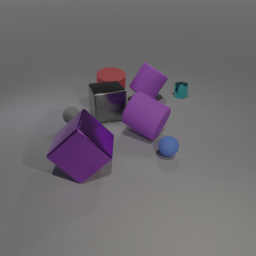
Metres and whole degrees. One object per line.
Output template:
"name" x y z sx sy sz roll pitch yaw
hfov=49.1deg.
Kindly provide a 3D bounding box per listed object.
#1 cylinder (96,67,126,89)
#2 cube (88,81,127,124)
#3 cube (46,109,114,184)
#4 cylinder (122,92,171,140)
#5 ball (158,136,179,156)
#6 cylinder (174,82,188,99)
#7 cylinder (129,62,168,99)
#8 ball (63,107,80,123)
"cylinder" -0.834 -2.064 13.832 1.400 1.400 1.400 2 40 -1
"cube" -0.912 -1.168 12.440 1.400 1.400 1.400 -9 29 -15
"cube" -1.417 0.549 8.708 1.400 1.400 1.400 -40 22 19
"cylinder" 0.702 -0.471 10.739 1.400 1.400 1.400 31 37 15
"ball" 1.393 0.623 9.614 0.700 0.700 0.700 0 29 0
"cylinder" 2.777 -1.983 14.663 0.700 0.700 0.700 0 28 0
"cylinder" 1.003 -2.248 13.728 1.400 1.400 1.400 32 15 -9
"ball" -2.231 -0.491 11.085 0.700 0.700 0.700 0 29 0
